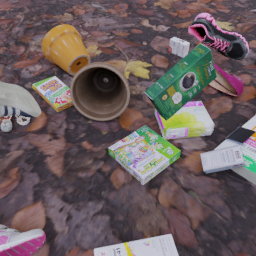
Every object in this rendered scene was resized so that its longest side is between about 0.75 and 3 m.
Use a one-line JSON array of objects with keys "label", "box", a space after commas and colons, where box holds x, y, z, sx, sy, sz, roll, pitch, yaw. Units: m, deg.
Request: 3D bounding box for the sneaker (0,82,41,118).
[{"label": "sneaker", "box": [-2.840, -0.511, 6.258, 0.867, 2.052, 0.769, -35, 70, 12]}]

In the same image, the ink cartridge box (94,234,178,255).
[{"label": "ink cartridge box", "box": [0.238, 3.122, 5.893, 1.770, 0.758, 1.306, -7, 44, -10]}]

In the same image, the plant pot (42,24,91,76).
[{"label": "plant pot", "box": [-2.520, -3.217, 12.122, 1.799, 1.799, 1.647, -28, 66, -27]}]

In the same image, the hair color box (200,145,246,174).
[{"label": "hair color box", "box": [2.730, 0.912, 8.099, 1.135, 0.344, 0.562, -17, 61, 24]}]

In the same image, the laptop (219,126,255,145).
[{"label": "laptop", "box": [3.476, 0.334, 8.951, 0.780, 0.833, 0.483, -31, 70, -29]}]

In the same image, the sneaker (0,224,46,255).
[{"label": "sneaker", "box": [-2.888, 2.586, 6.452, 1.906, 0.775, 0.841, -10, 46, -11]}]

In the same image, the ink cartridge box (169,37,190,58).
[{"label": "ink cartridge box", "box": [2.451, -3.869, 13.434, 0.916, 0.672, 0.379, 33, 51, 29]}]

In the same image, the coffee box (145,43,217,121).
[{"label": "coffee box", "box": [0.951, -0.770, 4.880, 1.259, 0.774, 0.277, -42, 52, 1]}]

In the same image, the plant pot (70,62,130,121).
[{"label": "plant pot", "box": [-0.890, -1.526, 10.211, 2.058, 2.058, 1.795, 3, 26, 3]}]

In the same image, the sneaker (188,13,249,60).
[{"label": "sneaker", "box": [2.240, -2.231, 7.143, 1.698, 0.671, 0.810, 40, 50, 15]}]

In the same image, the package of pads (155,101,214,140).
[{"label": "package of pads", "box": [1.920, -0.280, 9.642, 1.758, 0.599, 1.358, -6, 43, -6]}]

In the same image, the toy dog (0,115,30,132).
[{"label": "toy dog", "box": [-4.309, -0.694, 9.929, 1.113, 0.813, 1.687, -27, 50, -26]}]

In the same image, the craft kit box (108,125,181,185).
[{"label": "craft kit box", "box": [0.503, 0.772, 8.712, 1.619, 0.393, 1.599, -32, 54, -29]}]

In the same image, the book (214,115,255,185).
[{"label": "book", "box": [4.301, 0.576, 8.792, 2.833, 0.681, 1.892, -33, 49, -28]}]

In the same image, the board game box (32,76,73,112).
[{"label": "board game box", "box": [-2.905, -1.438, 11.137, 1.037, 0.325, 2.170, -29, 48, -29]}]

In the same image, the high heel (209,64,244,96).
[{"label": "high heel", "box": [3.366, -2.055, 11.276, 2.630, 0.887, 1.264, 20, 36, 15]}]
